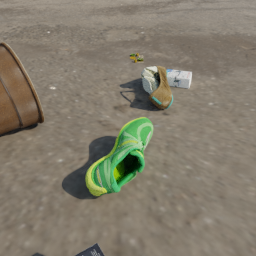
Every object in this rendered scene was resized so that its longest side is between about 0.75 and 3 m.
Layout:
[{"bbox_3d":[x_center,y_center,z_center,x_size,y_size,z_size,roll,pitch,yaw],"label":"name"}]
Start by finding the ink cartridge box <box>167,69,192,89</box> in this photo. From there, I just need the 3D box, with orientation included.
[{"bbox_3d":[1.885,-1.868,10.609,0.966,0.415,0.707,9,36,14],"label":"ink cartridge box"}]

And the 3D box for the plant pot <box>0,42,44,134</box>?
[{"bbox_3d":[-3.900,-0.685,7.444,2.400,2.424,2.424,-31,44,-24],"label":"plant pot"}]

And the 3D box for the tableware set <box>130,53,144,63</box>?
[{"bbox_3d":[0.398,-3.219,12.782,0.644,0.147,0.956,1,35,1],"label":"tableware set"}]

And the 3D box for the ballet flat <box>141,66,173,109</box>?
[{"bbox_3d":[0.903,-1.593,9.711,0.931,0.873,2.574,24,35,-20],"label":"ballet flat"}]

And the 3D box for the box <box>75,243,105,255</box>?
[{"bbox_3d":[-0.729,2.396,3.884,1.083,1.092,0.673,-20,39,-25],"label":"box"}]

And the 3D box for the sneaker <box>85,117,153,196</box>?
[{"bbox_3d":[0.062,0.659,6.445,1.013,0.898,2.424,-1,37,38],"label":"sneaker"}]
